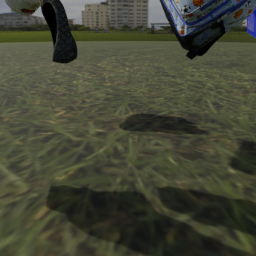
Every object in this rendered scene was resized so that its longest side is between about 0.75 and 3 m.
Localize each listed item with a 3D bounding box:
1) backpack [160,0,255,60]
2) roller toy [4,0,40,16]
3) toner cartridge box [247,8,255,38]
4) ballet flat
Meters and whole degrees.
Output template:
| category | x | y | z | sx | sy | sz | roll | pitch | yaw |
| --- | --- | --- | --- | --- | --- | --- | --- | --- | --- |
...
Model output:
| category | x | y | z | sx | sy | sz | roll | pitch | yaw |
| --- | --- | --- | --- | --- | --- | --- | --- | --- | --- |
| backpack | 1.591 | -2.678 | 5.564 | 1.782 | 1.871 | 1.441 | -25 | -16 | 10 |
| roller toy | -3.278 | -4.281 | 8.912 | 0.880 | 1.259 | 1.149 | -24 | 46 | 39 |
| toner cartridge box | 4.181 | -3.796 | 8.715 | 0.483 | 2.236 | 1.062 | -28 | 47 | 3 |
| ballet flat | -2.153 | -3.013 | 8.122 | 0.731 | 2.574 | 0.855 | -12 | -22 | -31 |
